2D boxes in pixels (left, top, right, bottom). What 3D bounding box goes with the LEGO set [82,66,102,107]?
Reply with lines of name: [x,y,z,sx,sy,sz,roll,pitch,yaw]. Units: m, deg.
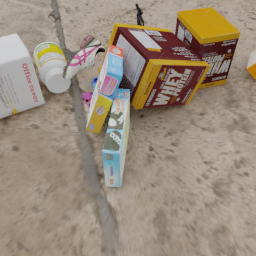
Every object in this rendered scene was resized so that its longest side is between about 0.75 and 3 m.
LEGO set: [-0.867,-1.637,9.739,0.803,0.746,1.957,37,55,28]

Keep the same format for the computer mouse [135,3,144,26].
computer mouse: [0.502,-3.989,10.424,0.255,1.108,0.778,-13,48,-2]

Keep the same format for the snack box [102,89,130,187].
snack box: [-0.257,0.197,7.523,0.442,1.383,2.380,4,45,4]

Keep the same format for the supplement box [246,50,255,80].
supplement box: [4.896,-2.346,10.361,0.778,0.454,1.234,42,51,-12]

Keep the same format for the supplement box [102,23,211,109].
supplement box: [0.825,-1.993,8.975,2.301,1.549,2.333,-8,48,-34]

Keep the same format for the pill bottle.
pill bottle: [-2.662,-2.137,9.965,1.095,1.095,1.941,-16,48,-15]

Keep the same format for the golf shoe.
golf shoe: [-1.415,-2.168,8.981,0.789,0.622,1.714,37,77,-8]

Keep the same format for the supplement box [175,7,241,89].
supplement box: [2.631,-2.828,9.955,1.342,2.021,1.993,-12,48,-10]

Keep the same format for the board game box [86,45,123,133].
board game box: [-0.678,-1.109,8.108,0.416,2.065,1.580,15,39,-13]

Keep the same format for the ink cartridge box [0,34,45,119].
ink cartridge box: [-4.239,-1.518,8.801,2.495,1.830,1.822,-22,46,-19]
